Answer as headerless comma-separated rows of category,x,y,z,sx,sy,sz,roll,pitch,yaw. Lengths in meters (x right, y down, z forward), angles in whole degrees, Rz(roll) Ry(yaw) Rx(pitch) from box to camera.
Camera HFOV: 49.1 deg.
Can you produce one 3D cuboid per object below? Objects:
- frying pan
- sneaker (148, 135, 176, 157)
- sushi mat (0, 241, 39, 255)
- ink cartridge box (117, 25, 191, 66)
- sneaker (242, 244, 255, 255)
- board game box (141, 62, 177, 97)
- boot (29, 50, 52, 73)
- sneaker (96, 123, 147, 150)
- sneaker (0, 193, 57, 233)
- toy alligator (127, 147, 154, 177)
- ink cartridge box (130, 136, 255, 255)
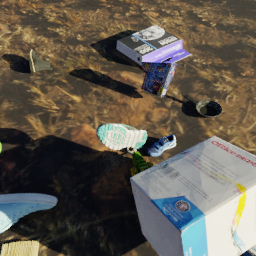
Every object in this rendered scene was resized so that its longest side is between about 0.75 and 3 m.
frying pan,3.025,-0.853,11.687,1.752,0.285,1.060,12,47,13
sneaker,1.228,0.607,10.173,1.221,0.502,0.451,-28,55,-22
sushi mat,-2.948,4.005,7.257,1.004,0.127,2.099,-3,47,-3
ink cartridge box,1.352,-4.204,14.586,2.826,0.619,2.853,-30,55,-26
sneaker,3.278,3.213,7.848,0.551,0.476,1.271,-26,55,-37
board game box,1.168,-2.272,12.092,1.483,1.484,0.458,30,23,33
boot,-4.334,-3.303,13.858,1.008,0.565,1.458,-9,61,-14
sneaker,-0.318,0.190,8.194,0.881,0.749,1.931,24,6,39
sneaker,-3.444,2.513,8.282,2.637,0.975,1.080,-2,74,-6
toy alligator,0.461,1.324,9.459,0.768,0.557,2.317,-18,50,-17
ink cartridge box,1.997,2.010,7.345,2.998,2.168,2.207,-23,30,-20
